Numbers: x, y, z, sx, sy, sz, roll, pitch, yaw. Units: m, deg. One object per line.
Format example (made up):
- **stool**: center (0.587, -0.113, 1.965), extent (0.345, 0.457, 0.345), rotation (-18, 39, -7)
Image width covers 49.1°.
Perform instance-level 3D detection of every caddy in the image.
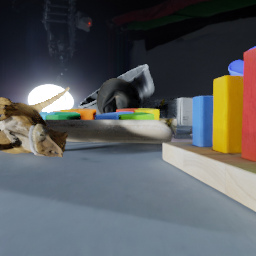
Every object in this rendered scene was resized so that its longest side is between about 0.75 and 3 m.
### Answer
- **caddy**: center (3.300, -1.366, 6.908), extent (1.197, 0.889, 1.693), rotation (-36, 19, 7)

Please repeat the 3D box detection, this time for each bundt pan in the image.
- **bundt pan**: center (-0.297, -1.080, 10.028), extent (2.874, 1.079, 2.874), rotation (-28, 16, 9)

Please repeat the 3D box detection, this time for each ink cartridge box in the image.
- **ink cartridge box**: center (1.682, -0.542, 9.671), extent (1.570, 0.910, 2.127), rotation (-2, 2, -32)

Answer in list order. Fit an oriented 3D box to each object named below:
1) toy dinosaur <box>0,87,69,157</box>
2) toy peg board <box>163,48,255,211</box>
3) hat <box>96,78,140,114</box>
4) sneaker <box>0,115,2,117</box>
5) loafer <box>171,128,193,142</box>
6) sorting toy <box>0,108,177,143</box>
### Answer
- **toy dinosaur**: center (-1.145, -0.054, 2.975), extent (1.216, 0.691, 2.289), rotation (9, 14, -22)
- **toy peg board**: center (1.153, -0.097, 1.571), extent (1.564, 0.765, 1.558), rotation (0, 3, -9)
- **hat**: center (-0.408, -0.689, 8.236), extent (1.503, 1.503, 0.606), rotation (1, 21, 24)
- **sneaker**: center (-2.365, -0.020, 4.791), extent (1.296, 0.455, 0.532), rotation (0, -17, -17)
- **loafer**: center (0.950, 0.062, 2.753), extent (1.060, 0.334, 0.381), rotation (1, 3, 12)
- **sorting toy**: center (-0.455, -0.101, 4.619), extent (2.482, 0.489, 2.682), rotation (0, 2, 10)
